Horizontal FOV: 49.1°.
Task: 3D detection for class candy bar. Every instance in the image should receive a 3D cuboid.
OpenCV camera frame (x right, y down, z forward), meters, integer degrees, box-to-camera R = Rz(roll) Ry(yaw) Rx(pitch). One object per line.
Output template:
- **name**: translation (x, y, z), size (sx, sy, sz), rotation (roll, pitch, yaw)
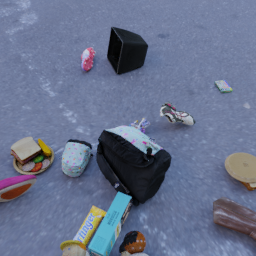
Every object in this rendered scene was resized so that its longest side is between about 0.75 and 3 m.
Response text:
- **candy bar**: translation (-1.318, 3.151, 7.979), size (0.515, 0.229, 2.064), rotation (19, 47, 18)

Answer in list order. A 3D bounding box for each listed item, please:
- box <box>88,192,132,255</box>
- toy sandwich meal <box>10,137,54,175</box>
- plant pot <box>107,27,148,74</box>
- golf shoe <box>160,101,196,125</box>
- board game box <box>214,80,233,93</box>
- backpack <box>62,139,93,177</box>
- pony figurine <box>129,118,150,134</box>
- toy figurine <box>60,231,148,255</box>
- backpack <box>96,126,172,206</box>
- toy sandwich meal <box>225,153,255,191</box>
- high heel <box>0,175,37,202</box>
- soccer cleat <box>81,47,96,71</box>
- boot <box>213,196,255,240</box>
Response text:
- **box**: translation (-0.462, 2.797, 7.958), size (0.450, 0.753, 1.830), rotation (18, 48, 16)
- **toy sandwich meal**: translation (-3.398, 0.950, 9.940), size (1.579, 0.541, 1.579), rotation (0, 45, 0)
- **plant pot**: translation (0.003, -3.895, 14.084), size (1.550, 1.743, 1.747), rotation (-6, 44, -23)
- **golf shoe**: translation (1.937, -0.409, 11.085), size (1.519, 0.586, 0.669), rotation (28, 67, -7)
- **board game box**: translation (4.468, -1.943, 13.128), size (0.543, 0.117, 0.807), rotation (-8, 46, -7)
- **backpack**: translation (-1.847, 1.024, 9.686), size (1.069, 0.811, 1.281), rotation (8, 49, 4)
- **pony figurine**: translation (0.382, 0.042, 10.802), size (1.014, 0.844, 0.979), rotation (-41, 26, -29)
- **toy figurine**: translation (-0.485, 3.283, 6.468), size (2.206, 2.171, 1.535), rotation (-5, 56, -6)
- **backpack**: translation (0.101, 0.987, 9.094), size (2.437, 2.033, 1.542), rotation (36, 26, 32)
- **toy sandwich meal**: translation (3.994, 1.441, 9.537), size (1.444, 0.495, 1.444), rotation (-2, 42, 1)
- **high heel**: translation (-4.396, 1.729, 8.808), size (2.857, 0.963, 1.373), rotation (-19, 59, -14)
- **soccer cleat**: translation (-2.160, -3.497, 14.449), size (0.689, 0.601, 1.802), rotation (-15, 44, 26)
- **boot**: translation (3.257, 2.983, 7.796), size (2.174, 0.698, 2.026), rotation (23, 37, 17)
